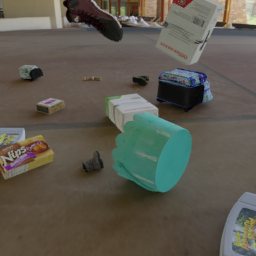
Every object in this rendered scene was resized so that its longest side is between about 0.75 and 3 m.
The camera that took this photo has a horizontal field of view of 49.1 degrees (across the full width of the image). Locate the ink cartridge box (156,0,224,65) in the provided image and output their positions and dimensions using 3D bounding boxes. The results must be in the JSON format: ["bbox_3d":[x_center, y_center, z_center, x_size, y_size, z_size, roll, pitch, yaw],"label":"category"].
[{"bbox_3d":[1.969,-3.298,9.226,1.427,1.978,0.828,36,35,20],"label":"ink cartridge box"}]

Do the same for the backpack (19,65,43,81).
[{"bbox_3d":[-5.924,-3.345,16.905,1.268,0.803,1.058,11,29,24],"label":"backpack"}]

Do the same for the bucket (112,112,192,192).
[{"bbox_3d":[0.676,0.638,7.207,1.270,1.952,1.952,22,33,36],"label":"bucket"}]

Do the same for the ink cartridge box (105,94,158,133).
[{"bbox_3d":[0.101,-0.623,11.013,1.466,0.846,2.007,-9,27,-19],"label":"ink cartridge box"}]

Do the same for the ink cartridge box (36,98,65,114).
[{"bbox_3d":[-3.424,-0.982,12.364,0.796,0.363,0.966,14,30,25],"label":"ink cartridge box"}]

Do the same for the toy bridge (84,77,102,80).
[{"bbox_3d":[-2.126,-2.985,16.897,1.111,0.151,0.373,1,22,2],"label":"toy bridge"}]

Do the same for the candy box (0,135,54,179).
[{"bbox_3d":[-3.030,0.809,8.151,1.461,0.413,0.853,-19,56,-38],"label":"candy box"}]

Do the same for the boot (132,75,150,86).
[{"bbox_3d":[0.945,-2.751,16.070,0.915,0.437,1.212,-16,30,-35],"label":"boot"}]

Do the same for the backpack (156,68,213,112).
[{"bbox_3d":[2.763,-1.875,12.883,2.340,1.574,2.136,-18,30,-36],"label":"backpack"}]

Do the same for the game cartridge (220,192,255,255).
[{"bbox_3d":[2.750,2.273,5.273,1.854,0.569,2.785,8,26,26],"label":"game cartridge"}]

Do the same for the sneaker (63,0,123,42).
[{"bbox_3d":[-1.407,-3.839,10.135,2.428,0.919,1.402,43,50,8],"label":"sneaker"}]

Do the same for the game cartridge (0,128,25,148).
[{"bbox_3d":[-4.203,0.544,9.103,1.405,0.432,2.111,3,25,-2],"label":"game cartridge"}]

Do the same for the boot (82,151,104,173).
[{"bbox_3d":[-1.090,0.977,8.288,0.573,0.304,0.870,-13,23,-15],"label":"boot"}]
